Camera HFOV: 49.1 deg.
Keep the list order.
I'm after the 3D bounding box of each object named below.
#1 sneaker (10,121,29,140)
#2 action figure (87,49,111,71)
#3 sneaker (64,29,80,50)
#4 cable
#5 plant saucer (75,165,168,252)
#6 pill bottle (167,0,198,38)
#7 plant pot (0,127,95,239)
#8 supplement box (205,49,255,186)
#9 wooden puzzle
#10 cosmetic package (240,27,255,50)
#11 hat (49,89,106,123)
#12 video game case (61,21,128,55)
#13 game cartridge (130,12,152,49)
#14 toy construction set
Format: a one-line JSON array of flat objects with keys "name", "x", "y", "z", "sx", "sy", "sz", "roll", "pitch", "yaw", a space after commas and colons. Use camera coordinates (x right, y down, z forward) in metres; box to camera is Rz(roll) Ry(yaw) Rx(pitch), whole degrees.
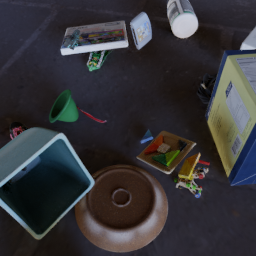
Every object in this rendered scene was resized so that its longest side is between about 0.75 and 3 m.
[{"name": "sneaker", "x": -3.598, "y": 0.251, "z": 9.403, "sx": 0.692, "sy": 0.836, "sz": 1.752, "roll": -26, "pitch": 52, "yaw": -19}, {"name": "action figure", "x": -1.405, "y": -3.154, "z": 12.607, "sx": 1.045, "sy": 0.484, "sz": 1.769, "roll": 10, "pitch": 52, "yaw": 8}, {"name": "sneaker", "x": -2.314, "y": -3.779, "z": 12.041, "sx": 0.484, "sy": 0.460, "sz": 1.220, "roll": 37, "pitch": 51, "yaw": -15}, {"name": "cable", "x": 3.952, "y": -1.413, "z": 10.998, "sx": 2.319, "sy": 0.589, "sz": 1.892, "roll": 19, "pitch": 52, "yaw": 15}, {"name": "plant saucer", "x": -0.192, "y": 2.082, "z": 8.045, "sx": 2.718, "sy": 0.497, "sz": 2.718, "roll": 0, "pitch": 50, "yaw": 0}, {"name": "pill bottle", "x": 2.705, "y": -5.751, "z": 14.283, "sx": 1.292, "sy": 1.292, "sz": 2.285, "roll": -2, "pitch": 50, "yaw": -2}, {"name": "plant pot", "x": -2.657, "y": 1.212, "z": 7.731, "sx": 2.147, "sy": 2.108, "sz": 2.102, "roll": 22, "pitch": 56, "yaw": 44}, {"name": "supplement box", "x": 3.965, "y": -0.348, "z": 8.474, "sx": 2.001, "sy": 2.981, "sz": 2.977, "roll": -4, "pitch": 49, "yaw": -3}, {"name": "wooden puzzle", "x": 1.208, "y": 0.690, "z": 8.881, "sx": 2.388, "sy": 0.279, "sz": 1.611, "roll": 16, "pitch": 50, "yaw": 41}, {"name": "cosmetic package", "x": 5.613, "y": -3.132, "z": 11.891, "sx": 1.460, "sy": 1.469, "sz": 1.755, "roll": 29, "pitch": 56, "yaw": 22}, {"name": "hat", "x": -1.934, "y": -0.461, "z": 10.384, "sx": 1.362, "sy": 1.447, "sz": 1.644, "roll": -51, "pitch": 31, "yaw": 14}, {"name": "video game case", "x": -1.544, "y": -4.298, "z": 13.213, "sx": 2.953, "sy": 0.339, "sz": 2.691, "roll": -7, "pitch": 39, "yaw": 1}, {"name": "game cartridge", "x": 0.494, "y": -3.466, "z": 9.966, "sx": 0.763, "sy": 1.147, "sz": 0.238, "roll": -41, "pitch": 55, "yaw": -13}, {"name": "toy construction set", "x": 1.863, "y": 1.418, "z": 8.359, "sx": 0.862, "sy": 0.936, "sz": 1.122, "roll": 14, "pitch": 58, "yaw": 22}]
